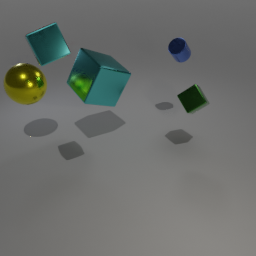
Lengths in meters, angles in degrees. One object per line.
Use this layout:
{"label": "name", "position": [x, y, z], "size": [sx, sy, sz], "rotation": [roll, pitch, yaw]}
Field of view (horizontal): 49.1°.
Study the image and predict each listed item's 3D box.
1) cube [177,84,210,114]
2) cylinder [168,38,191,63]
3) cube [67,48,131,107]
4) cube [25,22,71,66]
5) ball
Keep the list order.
{"label": "cube", "position": [2.145, -0.927, 9.161], "size": [0.700, 0.700, 0.700], "rotation": [-32, -12, 21]}
{"label": "cylinder", "position": [1.967, -2.955, 10.650], "size": [0.700, 0.700, 0.700], "rotation": [21, -3, 32]}
{"label": "cube", "position": [-1.032, -1.728, 9.752], "size": [1.400, 1.400, 1.400], "rotation": [2, 36, -46]}
{"label": "cube", "position": [-1.791, -1.851, 6.223], "size": [0.700, 0.700, 0.700], "rotation": [-29, 23, -12]}
{"label": "ball", "position": [-3.476, -1.487, 9.531], "size": [1.400, 1.400, 1.400], "rotation": [0, 30, 0]}
